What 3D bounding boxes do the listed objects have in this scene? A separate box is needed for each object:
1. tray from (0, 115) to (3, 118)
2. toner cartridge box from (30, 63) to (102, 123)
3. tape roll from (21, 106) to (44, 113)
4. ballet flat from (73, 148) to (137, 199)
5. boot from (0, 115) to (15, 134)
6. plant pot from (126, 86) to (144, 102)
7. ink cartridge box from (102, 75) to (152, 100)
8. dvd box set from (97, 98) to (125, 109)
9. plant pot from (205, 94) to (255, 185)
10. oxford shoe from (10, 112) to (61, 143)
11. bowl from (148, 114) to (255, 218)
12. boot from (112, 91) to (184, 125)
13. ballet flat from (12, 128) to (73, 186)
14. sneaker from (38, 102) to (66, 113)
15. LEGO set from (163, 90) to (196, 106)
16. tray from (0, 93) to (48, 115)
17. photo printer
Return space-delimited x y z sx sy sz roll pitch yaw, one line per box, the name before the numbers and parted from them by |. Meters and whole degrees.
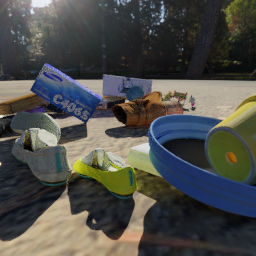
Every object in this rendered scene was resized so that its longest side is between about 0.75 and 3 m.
tray | -5.365 -0.325 10.416 1.277 0.264 2.379 -4 13 -22
toner cartridge box | -2.181 -1.211 9.998 2.283 1.084 0.493 31 13 -14
tape roll | -3.843 -0.578 11.074 1.034 0.440 1.034 -3 13 1
ballet flat | -0.439 0.677 4.967 0.584 0.586 1.747 -9 15 -36
boot | -4.259 -0.173 8.939 1.407 0.560 1.707 8 15 5
plant pot | 0.423 -1.495 13.789 0.907 0.907 0.728 -3 37 -14
ink cartridge box | -0.109 -2.131 15.422 2.596 1.115 1.901 4 0 -4
dvd box set | -1.666 -1.353 14.926 2.532 0.372 1.853 6 14 28
plant pot | 2.002 0.234 4.305 1.366 1.452 1.452 -20 20 -25
oxford shoe | -2.450 0.037 7.717 2.292 0.862 0.662 14 -16 44
bowl | 1.656 0.492 4.715 2.743 0.538 2.743 9 21 -3
boot | 0.426 -0.678 10.668 2.248 1.110 2.895 -9 22 -21
ballet flat | -1.785 0.386 5.778 0.881 0.814 2.612 -8 14 -34
sneaker | -3.665 -1.094 12.462 2.432 0.944 1.050 -8 11 -33
LEGO set | 2.456 -1.428 15.066 2.184 0.813 1.005 4 -23 39
tray | -3.659 -1.085 10.698 1.206 0.453 2.445 -2 21 40
photo printer | 0.792 0.615 5.573 1.067 0.445 1.283 -11 16 -41
